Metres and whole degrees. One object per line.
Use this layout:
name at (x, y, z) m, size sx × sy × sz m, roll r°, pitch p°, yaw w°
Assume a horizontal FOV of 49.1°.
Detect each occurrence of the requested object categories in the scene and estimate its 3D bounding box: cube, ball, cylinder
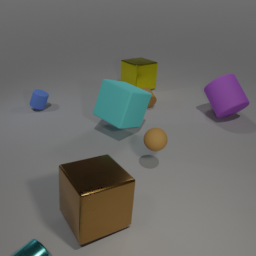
cube at (0.557, -2.833, 14.763) m, size 1.400 × 1.400 × 1.400 m, roll -16°, pitch 31°, yaw -32°
cube at (-0.807, 1.674, 6.926) m, size 1.400 × 1.400 × 1.400 m, roll -10°, pitch 27°, yaw -31°
ball at (0.810, 0.335, 8.225) m, size 0.700 × 0.700 × 0.700 m, roll 0°, pitch 30°, yaw 0°
cube at (-0.213, -0.908, 10.540) m, size 1.400 × 1.400 × 1.400 m, roll 28°, pitch 18°, yaw 30°
cylinder at (4.131, -1.327, 11.803) m, size 1.400 × 1.400 × 1.400 m, roll -14°, pitch 72°, yaw -23°
cylinder at (0.868, -1.413, 12.985) m, size 0.700 × 0.700 × 0.700 m, roll -12°, pitch 49°, yaw -20°
cylinder at (-4.033, -1.298, 12.721) m, size 0.700 × 0.700 × 0.700 m, roll 21°, pitch 22°, yaw -9°
cylinder at (-2.089, 2.834, 5.872) m, size 0.700 × 0.700 × 0.700 m, roll 21°, pitch 37°, yaw 32°
